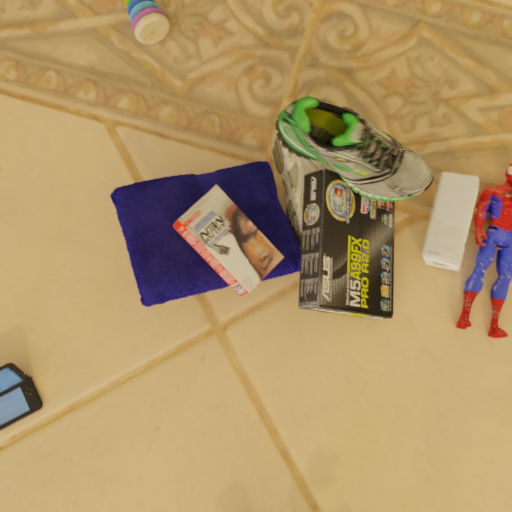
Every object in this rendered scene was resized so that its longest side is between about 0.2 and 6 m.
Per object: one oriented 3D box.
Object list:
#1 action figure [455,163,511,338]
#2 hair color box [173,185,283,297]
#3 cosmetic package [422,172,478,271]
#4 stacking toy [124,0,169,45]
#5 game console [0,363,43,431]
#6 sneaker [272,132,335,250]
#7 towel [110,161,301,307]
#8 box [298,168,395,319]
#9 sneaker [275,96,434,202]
[{"bbox_3d":[4.534,-0.203,10.419,1.089,0.860,3.327,14,77,7],"label":"action figure"},{"bbox_3d":[-0.455,-0.239,9.232,1.642,0.525,0.910,46,68,-6],"label":"hair color box"},{"bbox_3d":[3.573,-0.618,10.273,0.662,0.920,1.631,15,86,23],"label":"cosmetic package"},{"bbox_3d":[-2.446,-5.216,11.480,0.735,0.735,1.722,-27,74,-5],"label":"stacking toy"},{"bbox_3d":[-4.525,2.542,9.923,1.079,0.638,0.921,-28,79,-4],"label":"game console"},{"bbox_3d":[1.167,-1.197,10.500,1.312,1.029,2.640,-9,83,-12],"label":"sneaker"},{"bbox_3d":[-0.849,-0.415,9.945,3.034,0.752,2.240,-12,74,-22],"label":"towel"},{"bbox_3d":[1.658,-0.146,9.966,1.921,0.531,2.398,13,76,-37],"label":"box"},{"bbox_3d":[1.639,-1.678,9.067,2.753,1.173,1.074,21,88,-8],"label":"sneaker"}]
